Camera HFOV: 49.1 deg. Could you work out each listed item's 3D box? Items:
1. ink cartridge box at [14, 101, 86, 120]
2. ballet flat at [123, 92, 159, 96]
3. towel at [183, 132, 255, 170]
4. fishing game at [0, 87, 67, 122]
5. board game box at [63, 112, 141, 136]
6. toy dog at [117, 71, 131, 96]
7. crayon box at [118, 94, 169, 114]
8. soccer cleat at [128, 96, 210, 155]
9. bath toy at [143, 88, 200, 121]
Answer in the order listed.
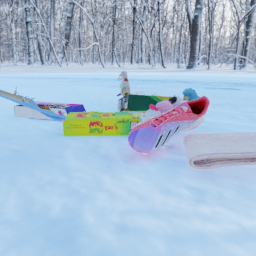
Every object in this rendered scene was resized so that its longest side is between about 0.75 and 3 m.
[{"bbox_3d":[-2.575,-0.607,10.098,2.719,0.504,1.288,7,14,18],"label":"ink cartridge box"},{"bbox_3d":[0.799,-1.097,11.401,2.311,0.728,0.793,4,28,20],"label":"ballet flat"},{"bbox_3d":[2.170,0.400,5.582,2.048,0.346,2.144,-2,7,9],"label":"towel"},{"bbox_3d":[-1.929,-0.523,5.608,1.549,0.336,2.164,19,-5,10],"label":"fishing game"},{"bbox_3d":[-0.708,-0.137,8.004,2.079,0.495,1.056,0,14,-1],"label":"board game box"},{"bbox_3d":[-0.260,-1.947,13.063,0.677,0.927,1.406,-12,47,2],"label":"toy dog"},{"bbox_3d":[0.586,-0.751,9.461,1.593,0.538,1.847,3,0,-11],"label":"crayon box"},{"bbox_3d":[0.940,-0.144,6.187,2.318,0.886,0.773,-20,59,-38],"label":"soccer cleat"},{"bbox_3d":[1.205,-0.453,7.796,1.054,0.896,2.424,0,19,43],"label":"bath toy"}]
